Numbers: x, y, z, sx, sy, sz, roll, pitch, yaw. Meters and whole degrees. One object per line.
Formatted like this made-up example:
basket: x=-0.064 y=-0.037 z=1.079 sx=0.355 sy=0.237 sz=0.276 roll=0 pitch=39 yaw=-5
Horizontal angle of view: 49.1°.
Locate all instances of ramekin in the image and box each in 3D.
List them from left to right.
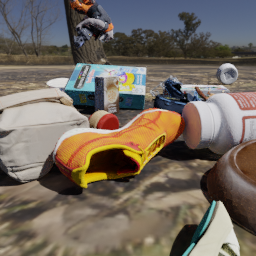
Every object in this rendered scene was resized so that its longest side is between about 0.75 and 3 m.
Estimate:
ramekin: x=6.627 y=-3.550 z=18.655 sx=1.351 sy=1.351 sz=0.659 roll=1 pitch=23 yaw=4

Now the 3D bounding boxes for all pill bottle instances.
pill bottle: x=2.393 y=-0.116 z=5.987 sx=2.308 sy=1.294 sz=1.294 roll=-3 pitch=16 yaw=-12

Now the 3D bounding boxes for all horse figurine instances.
horse figurine: x=3.700 y=-1.208 z=11.322 sx=2.043 sy=0.510 sz=1.354 roll=7 pitch=30 yaw=-5

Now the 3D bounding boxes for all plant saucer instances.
plant saucer: x=2.665 y=0.699 z=4.077 sx=2.926 sy=0.469 sz=2.926 roll=-5 pitch=18 yaw=2

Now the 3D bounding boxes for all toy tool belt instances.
toy tool belt: x=-1.579 y=-0.082 z=5.459 sx=1.565 sy=1.590 sz=2.547 roll=24 pitch=26 yaw=38

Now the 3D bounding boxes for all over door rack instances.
over door rack: x=1.737 y=-1.805 z=12.709 sx=1.207 sy=0.544 sz=1.634 roll=-34 pitch=-4 yaw=18

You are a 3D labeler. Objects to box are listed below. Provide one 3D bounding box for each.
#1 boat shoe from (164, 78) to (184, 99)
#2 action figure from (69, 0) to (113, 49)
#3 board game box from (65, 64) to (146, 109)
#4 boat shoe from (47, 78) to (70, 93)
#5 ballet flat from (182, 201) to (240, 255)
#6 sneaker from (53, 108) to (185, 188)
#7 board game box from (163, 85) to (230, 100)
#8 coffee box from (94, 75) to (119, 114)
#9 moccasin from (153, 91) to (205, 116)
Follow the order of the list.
boat shoe: x=2.096 y=-1.675 z=11.997 sx=0.724 sy=0.591 sz=1.721 roll=9 pitch=38 yaw=-27
action figure: x=-0.958 y=-2.834 z=7.101 sx=0.931 sy=1.722 sz=1.780 roll=-19 pitch=43 yaw=28
board game box: x=-0.789 y=-1.743 z=11.293 sx=2.983 sy=0.700 sz=2.252 roll=4 pitch=38 yaw=1
boat shoe: x=-2.361 y=-1.615 z=12.322 sx=2.461 sy=0.843 sz=0.886 roll=5 pitch=37 yaw=6
ballet flat: x=0.779 y=1.256 z=2.692 sx=0.553 sy=0.553 sz=1.591 roll=10 pitch=19 yaw=31
sneaker: x=0.114 y=0.404 z=5.177 sx=2.907 sy=1.061 sz=1.121 roll=-19 pitch=40 yaw=-35
board game box: x=3.156 y=-1.718 z=13.382 sx=2.938 sy=0.509 sz=1.855 roll=2 pitch=15 yaw=9
coffee box: x=-0.729 y=-1.145 z=9.754 sx=0.524 sy=1.314 sz=0.751 roll=14 pitch=20 yaw=41
moccasin: x=2.032 y=-0.812 z=9.533 sx=2.309 sy=0.787 sz=0.929 roll=-3 pitch=15 yaw=-10
